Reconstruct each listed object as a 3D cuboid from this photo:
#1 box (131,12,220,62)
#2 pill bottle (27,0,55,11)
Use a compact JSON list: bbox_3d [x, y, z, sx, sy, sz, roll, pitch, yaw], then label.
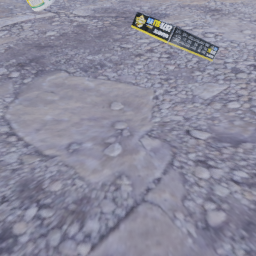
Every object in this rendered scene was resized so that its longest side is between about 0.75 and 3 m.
[{"bbox_3d":[1.098,-2.099,6.481,1.681,0.415,1.343,5,28,-42],"label":"box"},{"bbox_3d":[-2.806,-4.230,8.020,0.838,1.487,0.838,-15,48,17],"label":"pill bottle"}]
